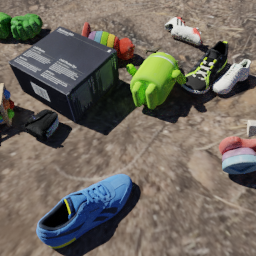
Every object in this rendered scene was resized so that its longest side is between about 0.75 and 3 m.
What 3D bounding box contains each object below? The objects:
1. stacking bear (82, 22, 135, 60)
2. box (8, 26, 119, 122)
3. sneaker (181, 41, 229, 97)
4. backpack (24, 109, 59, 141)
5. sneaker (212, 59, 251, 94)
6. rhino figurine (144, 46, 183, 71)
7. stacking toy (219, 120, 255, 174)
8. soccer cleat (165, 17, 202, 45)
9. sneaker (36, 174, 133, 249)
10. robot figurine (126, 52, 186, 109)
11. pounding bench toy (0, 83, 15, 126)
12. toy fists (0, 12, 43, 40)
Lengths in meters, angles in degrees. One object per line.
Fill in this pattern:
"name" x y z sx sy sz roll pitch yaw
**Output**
"stacking bear" -0.780 -3.319 11.368 2.109 1.281 1.199 9 58 -2
"box" -2.144 -1.991 9.911 2.759 1.436 2.512 30 61 22
"sneaker" 2.906 -2.357 10.443 1.046 1.208 2.917 28 55 21
"backpack" -2.670 -0.116 8.955 0.840 0.637 1.007 29 55 7
"sneaker" 3.834 -1.953 10.402 1.972 0.790 0.694 -35 60 -24
"rhino figurine" 1.492 -2.577 11.046 0.866 0.592 1.980 -25 56 -20
"stacking toy" 3.770 0.730 7.369 2.377 2.152 1.004 1 62 -1
"soccer cleat" 2.429 -4.185 12.355 0.917 0.739 2.153 -27 53 -7
"sneaker" -0.966 1.906 7.005 2.739 1.074 0.903 -30 54 -25
"robot figurine" 0.959 -1.716 9.827 2.032 1.340 2.317 11 50 28
"pounding bench toy" -4.405 -0.470 8.991 1.293 1.030 1.658 -8 51 -8
"toy fists" -5.163 -4.558 12.505 2.615 0.899 1.333 4 51 1
